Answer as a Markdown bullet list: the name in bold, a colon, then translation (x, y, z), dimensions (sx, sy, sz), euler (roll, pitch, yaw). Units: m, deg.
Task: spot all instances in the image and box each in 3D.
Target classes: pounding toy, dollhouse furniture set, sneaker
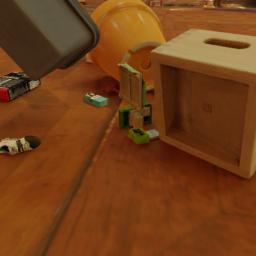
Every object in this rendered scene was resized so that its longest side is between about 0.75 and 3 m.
- **pounding toy**: translation (2.271, -0.481, 5.763), dimensions (2.819, 2.595, 2.004), euler (25, 48, 38)
- **dollhouse furniture set**: translation (0.361, -0.659, 6.608), dimensions (0.865, 1.723, 1.129), euler (-14, 30, -21)
- **sneaker**: translation (-2.373, 0.415, 6.083), dimensions (0.934, 0.346, 0.413), euler (-8, 27, 5)

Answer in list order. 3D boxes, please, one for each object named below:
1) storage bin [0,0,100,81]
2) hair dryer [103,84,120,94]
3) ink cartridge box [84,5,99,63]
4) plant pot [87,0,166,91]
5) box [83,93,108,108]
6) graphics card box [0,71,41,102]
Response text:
- **storage bin**: translation (-2.097, -2.188, 5.904), dimensions (1.797, 2.469, 1.659), euler (-31, 20, 27)
- **hair dryer**: translation (-0.361, -1.289, 9.397), dimensions (0.944, 0.256, 0.719), euler (2, 28, 4)
- **ink cartridge box**: translation (-0.473, -4.022, 12.218), dimensions (2.813, 2.470, 1.180), euler (18, 33, 29)
- **plant pot**: translation (0.157, -2.637, 9.564), dimensions (2.827, 2.827, 2.588), euler (-9, 41, -17)
- **box**: translation (-1.006, -0.869, 8.655), dimensions (0.811, 0.199, 0.334), euler (23, 36, 37)
- **graphics card box**: translation (-3.932, -1.443, 9.474), dimensions (1.118, 0.453, 1.782), euler (8, 30, 16)
